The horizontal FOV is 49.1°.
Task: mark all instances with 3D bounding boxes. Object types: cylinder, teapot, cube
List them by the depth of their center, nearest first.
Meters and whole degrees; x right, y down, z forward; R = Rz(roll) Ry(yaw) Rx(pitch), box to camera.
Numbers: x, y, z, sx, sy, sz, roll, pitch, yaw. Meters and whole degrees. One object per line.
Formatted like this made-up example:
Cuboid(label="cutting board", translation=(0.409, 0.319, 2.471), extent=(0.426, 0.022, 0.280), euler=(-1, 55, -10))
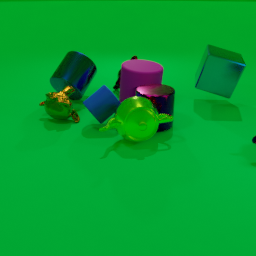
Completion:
Cuboid(label="teapot", translation=(0.202, -0.160, 7.115), extent=(1.947, 1.210, 0.953), euler=(-8, 19, -9))
Cuboid(label="cylinder", translation=(-0.729, -0.673, 8.032), extent=(0.814, 0.814, 0.814), euler=(-41, 35, -2))
Cuboid(label="cylinder", translation=(0.778, -0.599, 8.110), extent=(1.107, 1.107, 1.107), euler=(-1, 26, 0))
Cuboid(label="cylinder", translation=(0.420, -1.418, 9.324), extent=(1.371, 1.371, 1.371), euler=(4, 30, -2))
Cuboid(label="cube", translation=(3.039, -1.918, 9.408), extent=(1.224, 1.224, 1.224), euler=(18, 33, 3))
Cuboid(label="cylinder", translation=(-1.898, -1.823, 9.829), extent=(1.245, 1.245, 1.245), euler=(14, 64, 25))

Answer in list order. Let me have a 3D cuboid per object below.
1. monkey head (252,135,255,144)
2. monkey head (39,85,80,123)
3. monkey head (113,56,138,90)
Cuboid(label="monkey head", translation=(3.616, 0.086, 6.273), extent=(1.467, 1.056, 0.884), euler=(-18, 34, -5))
Cuboid(label="monkey head", translation=(-2.012, -0.753, 8.529), extent=(1.417, 0.854, 1.019), euler=(24, 47, 9))
Cuboid(label="monkey head", translation=(-0.101, -1.886, 10.465), extent=(1.172, 1.630, 0.982), euler=(3, 44, -44))
